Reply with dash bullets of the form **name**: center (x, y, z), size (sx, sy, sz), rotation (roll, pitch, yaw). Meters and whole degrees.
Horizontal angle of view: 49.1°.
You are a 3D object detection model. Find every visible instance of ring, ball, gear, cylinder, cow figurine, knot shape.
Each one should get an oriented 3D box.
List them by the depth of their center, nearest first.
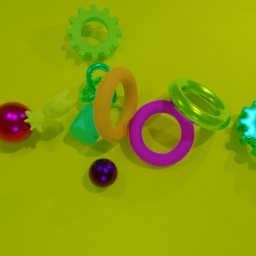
- **cow figurine**: center (-2.039, -0.438, 7.316), size (1.198, 1.217, 0.668), rotation (-39, 100, -33)
- **ball**: center (-0.668, 1.211, 7.544), size (0.797, 0.797, 0.797), rotation (0, 70, 0)
- **ring**: center (-0.274, -0.624, 7.566), size (0.409, 2.043, 2.043), rotation (12, 70, 25)
- **ball**: center (-3.191, -0.152, 7.790), size (1.164, 1.164, 1.164), rotation (0, 70, 0)
- **ring**: center (1.990, -0.705, 7.833), size (1.992, 0.398, 1.992), rotation (21, 37, -16)
- **ring**: center (0.951, 0.143, 7.864), size (1.878, 0.376, 1.878), rotation (0, 90, -6)
- **cylinder**: center (-1.098, -0.111, 7.903), size (0.839, 0.839, 0.839), rotation (23, 61, 8)
- **gear**: center (4.089, 0.041, 7.915), size (1.925, 0.356, 1.925), rotation (-1, 56, 2)
- **knot shape**: center (-0.851, -1.315, 8.305), size (1.321, 0.610, 1.236), rotation (7, 89, 24)
- **gear**: center (-1.077, -3.037, 8.956), size (1.710, 0.316, 1.710), rotation (0, 87, -5)
